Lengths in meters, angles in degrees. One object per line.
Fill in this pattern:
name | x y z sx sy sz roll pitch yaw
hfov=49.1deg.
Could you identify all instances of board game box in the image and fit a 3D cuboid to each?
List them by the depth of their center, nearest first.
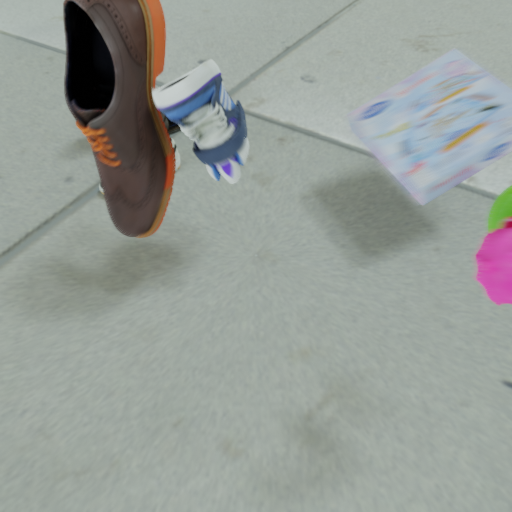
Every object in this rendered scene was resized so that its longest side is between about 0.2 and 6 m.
board game box | 3.014 -2.186 9.209 2.225 0.458 2.220 -31 52 1

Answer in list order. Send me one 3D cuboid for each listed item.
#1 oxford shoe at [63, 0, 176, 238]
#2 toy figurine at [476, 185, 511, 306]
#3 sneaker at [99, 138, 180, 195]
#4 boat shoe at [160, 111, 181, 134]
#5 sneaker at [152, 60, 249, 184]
oxford shoe | -1.847 -1.610 7.052 1.211 3.401 1.234 14 34 21
toy figurine | 2.321 0.035 4.457 1.315 0.987 1.210 22 35 33
sneaker | -2.346 -1.830 11.076 1.795 0.787 0.679 -33 56 -27
boat shoe | -2.104 -3.004 12.192 0.708 0.838 2.351 32 51 32
sneaker | -0.546 -1.637 7.294 0.850 1.545 2.110 -25 16 9
